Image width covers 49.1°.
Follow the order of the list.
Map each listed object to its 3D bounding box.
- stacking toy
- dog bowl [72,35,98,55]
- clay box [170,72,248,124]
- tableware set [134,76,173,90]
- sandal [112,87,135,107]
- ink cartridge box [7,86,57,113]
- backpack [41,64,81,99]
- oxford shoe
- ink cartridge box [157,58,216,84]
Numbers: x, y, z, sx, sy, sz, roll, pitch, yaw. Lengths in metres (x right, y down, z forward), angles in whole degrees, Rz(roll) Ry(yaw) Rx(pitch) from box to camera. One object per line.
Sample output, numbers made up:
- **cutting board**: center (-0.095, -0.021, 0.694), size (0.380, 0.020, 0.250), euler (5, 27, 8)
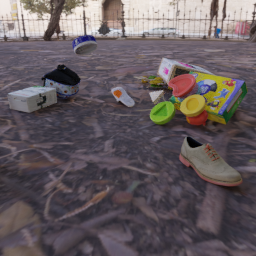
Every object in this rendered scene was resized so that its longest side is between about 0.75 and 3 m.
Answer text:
- **stacking toy**: center (1.869, -0.814, 10.304), size (1.992, 0.929, 2.200), euler (-22, 42, 20)
- **dog bowl**: center (-2.020, -3.876, 13.129), size (1.138, 0.448, 1.138), euler (-19, -7, -2)
- **clay box**: center (2.890, -1.282, 10.815), size (2.788, 0.664, 1.602), euler (24, 71, 45)
- **tableware set**: center (1.595, -2.518, 15.529), size (1.738, 0.396, 2.580), euler (-10, 22, -30)
- **sandal**: center (-0.242, -1.261, 12.295), size (0.570, 0.426, 1.487), euler (-21, 49, -23)
- **ink cartridge box**: center (-3.997, -1.247, 11.793), size (1.196, 0.677, 1.631), euler (12, 24, 27)
- **backpack**: center (-2.994, -2.034, 12.944), size (1.492, 1.207, 1.566), euler (18, 39, 12)
- **oxford shoe**: center (1.906, 0.758, 6.693), size (0.656, 0.696, 1.862), euler (-13, 25, -31)
- **ink cartridge box**: center (2.949, -2.718, 14.400), size (2.277, 1.038, 2.764), euler (12, 20, -11)
